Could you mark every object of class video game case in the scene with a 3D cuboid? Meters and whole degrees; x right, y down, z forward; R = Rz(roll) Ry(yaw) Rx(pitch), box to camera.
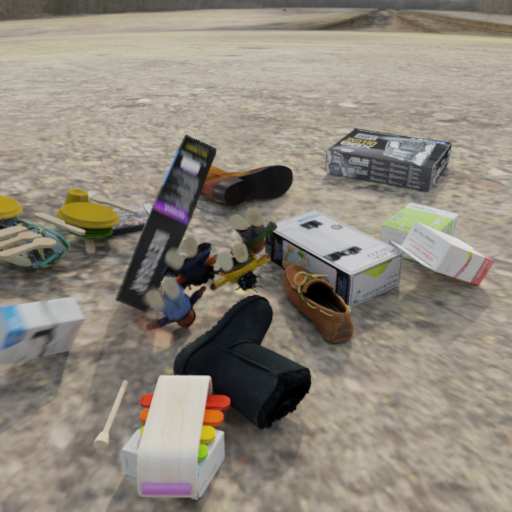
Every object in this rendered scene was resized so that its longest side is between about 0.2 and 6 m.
[{"bbox_3d":[-2.997,-0.873,13.277,1.308,0.167,1.182,-12,31,-21],"label":"video game case"}]

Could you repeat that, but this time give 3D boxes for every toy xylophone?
[{"bbox_3d":[-1.112,2.034,6.801,1.356,0.465,1.852,4,27,9],"label":"toy xylophone"}]

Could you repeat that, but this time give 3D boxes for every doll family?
[{"bbox_3d":[-0.706,0.315,9.043,2.600,1.503,1.020,-24,73,-2],"label":"doll family"}]

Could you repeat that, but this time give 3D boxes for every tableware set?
[{"bbox_3d":[-4.734,-0.660,11.645,2.882,0.657,4.278,20,23,16],"label":"tableware set"}]

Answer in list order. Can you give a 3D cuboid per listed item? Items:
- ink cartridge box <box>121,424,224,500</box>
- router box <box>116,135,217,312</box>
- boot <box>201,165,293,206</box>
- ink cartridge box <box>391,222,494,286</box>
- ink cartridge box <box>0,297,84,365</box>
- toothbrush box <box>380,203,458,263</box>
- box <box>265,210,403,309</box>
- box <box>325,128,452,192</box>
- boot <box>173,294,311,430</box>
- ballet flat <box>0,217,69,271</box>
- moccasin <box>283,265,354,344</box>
[{"bbox_3d":[-0.997,2.421,6.879,1.039,0.455,0.755,13,30,19],"label":"ink cartridge box"},{"bbox_3d":[-1.564,-0.514,9.669,0.657,2.575,1.920,23,46,-10],"label":"router box"},{"bbox_3d":[-0.637,-2.042,15.097,2.471,0.899,2.625,-28,31,-28],"label":"boot"},{"bbox_3d":[3.510,-0.078,10.575,1.757,0.593,1.023,15,19,-36],"label":"ink cartridge box"},{"bbox_3d":[-3.334,1.131,8.488,1.164,0.844,0.487,-6,50,-45],"label":"ink cartridge box"},{"bbox_3d":[3.512,-0.506,12.068,1.122,0.663,1.541,19,34,32],"label":"toothbrush box"},{"bbox_3d":[1.475,-0.020,11.075,1.457,0.751,2.499,-19,34,-31],"label":"box"},{"bbox_3d":[3.856,-2.853,16.293,3.046,0.758,2.402,15,33,25],"label":"box"},{"bbox_3d":[0.097,1.499,8.203,1.777,0.808,2.115,20,37,33],"label":"boot"},{"bbox_3d":[-5.079,-0.371,11.660,2.772,1.029,1.029,18,33,36],"label":"ballet flat"},{"bbox_3d":[1.027,0.673,9.753,0.747,0.789,2.043,-7,29,-14],"label":"moccasin"}]
